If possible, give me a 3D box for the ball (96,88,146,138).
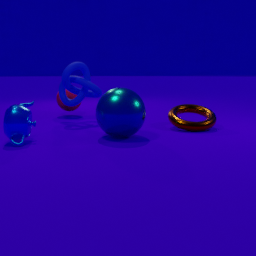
[{"bbox_3d":[-0.186,-0.386,7.218,1.295,1.295,1.295,0,12,0],"label":"ball"}]

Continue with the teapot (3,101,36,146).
[{"bbox_3d":[-2.580,-0.162,6.786,0.688,0.873,1.404,4,53,-10],"label":"teapot"}]

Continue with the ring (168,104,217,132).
[{"bbox_3d":[1.931,-0.335,8.470,1.450,0.290,1.450,0,30,0],"label":"ring"}]

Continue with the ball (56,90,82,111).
[{"bbox_3d":[-2.253,-1.123,10.742,0.967,0.967,0.967,0,12,0],"label":"ball"}]

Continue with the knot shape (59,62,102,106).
[{"bbox_3d":[-1.557,-1.365,9.415,1.442,1.541,0.712,19,37,-14],"label":"knot shape"}]
